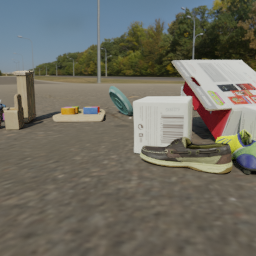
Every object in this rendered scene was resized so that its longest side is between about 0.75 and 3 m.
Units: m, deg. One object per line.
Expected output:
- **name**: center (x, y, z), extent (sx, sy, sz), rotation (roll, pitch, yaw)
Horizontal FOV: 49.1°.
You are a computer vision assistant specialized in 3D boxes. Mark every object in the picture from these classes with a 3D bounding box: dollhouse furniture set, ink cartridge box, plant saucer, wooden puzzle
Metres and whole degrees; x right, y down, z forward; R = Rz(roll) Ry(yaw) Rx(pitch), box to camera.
- **dollhouse furniture set**: center (-4.901, -1.084, 9.872), extent (2.722, 1.776, 2.570), rotation (-1, 13, -4)
- **ink cartridge box**: center (3.579, 0.244, 5.295), extent (1.879, 1.085, 2.573), rotation (-1, 11, -3)
- **ink cartridge box**: center (2.666, -0.865, 7.960), extent (2.441, 1.166, 2.781), rotation (-2, 37, -11)
- **plant saucer**: center (-0.332, -1.101, 11.855), extent (0.208, 1.519, 1.519), rotation (-40, 25, -16)
- **wooden puzzle**: center (-1.913, -0.649, 11.407), extent (1.919, 0.480, 2.072), rotation (0, 11, -3)

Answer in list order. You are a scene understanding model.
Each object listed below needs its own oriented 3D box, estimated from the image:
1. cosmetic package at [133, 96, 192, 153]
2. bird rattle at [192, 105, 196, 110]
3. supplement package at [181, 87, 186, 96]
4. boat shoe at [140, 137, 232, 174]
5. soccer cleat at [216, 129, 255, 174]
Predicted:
- **cosmetic package**: center (0.890, -0.116, 6.767), extent (1.221, 1.220, 1.480), rotation (2, 11, 16)
- **bird rattle**: center (3.333, -1.066, 13.853), extent (0.629, 0.434, 0.771), rotation (12, 3, -43)
- **supplement package**: center (3.753, -1.755, 15.537), extent (1.053, 1.045, 1.387), rotation (-5, 12, -23)
- **boat shoe**: center (1.109, 0.452, 5.524), extent (1.822, 0.590, 0.667), rotation (5, 12, 23)
- **soccer cleat**: center (2.280, 0.344, 5.672), extent (0.576, 0.745, 1.780), rotation (0, 11, -2)
